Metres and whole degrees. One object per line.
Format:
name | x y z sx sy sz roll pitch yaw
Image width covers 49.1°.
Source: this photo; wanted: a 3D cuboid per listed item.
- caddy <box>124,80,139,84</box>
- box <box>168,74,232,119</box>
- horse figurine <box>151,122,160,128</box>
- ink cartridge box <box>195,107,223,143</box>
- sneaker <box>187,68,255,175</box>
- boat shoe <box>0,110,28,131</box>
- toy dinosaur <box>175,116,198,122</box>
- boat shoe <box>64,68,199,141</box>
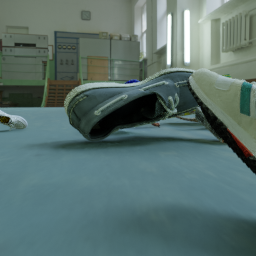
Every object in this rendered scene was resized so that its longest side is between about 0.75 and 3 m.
caddy | -0.035 -0.592 6.465 1.161 0.821 0.609 -34 -40 28
box | 2.439 -1.051 9.191 2.325 0.562 1.364 -8 -31 -14
horse figurine | 0.434 -0.359 7.598 0.967 0.241 0.641 32 26 -11
ink cartridge box | 1.936 -0.164 4.999 1.173 0.294 0.951 -7 29 -13
sneaker | 0.865 -0.061 1.665 0.433 0.575 1.230 46 10 -45
boat shoe | -2.768 -0.149 6.553 0.930 0.343 0.396 31 10 -41
toy dinosaur | 2.152 -0.193 7.145 2.012 0.608 1.068 -1 -7 -35
boat shoe | 0.414 -0.357 5.012 2.944 1.072 0.909 -10 40 -22
